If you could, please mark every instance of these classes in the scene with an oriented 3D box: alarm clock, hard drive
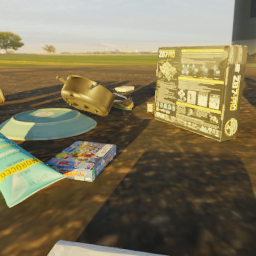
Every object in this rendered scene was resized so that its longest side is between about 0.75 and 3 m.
[{"bbox_3d":[-1.150,-0.844,8.773,1.570,0.775,2.327,16,-10,27],"label":"alarm clock"},{"bbox_3d":[0.127,1.494,2.150,2.013,0.255,1.328,3,16,12],"label":"hard drive"}]

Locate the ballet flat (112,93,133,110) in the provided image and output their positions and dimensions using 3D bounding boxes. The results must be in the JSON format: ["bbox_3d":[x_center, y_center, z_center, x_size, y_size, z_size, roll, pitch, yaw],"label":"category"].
[{"bbox_3d":[-0.642,-1.033,10.769,1.713,0.620,0.581,2,15,9],"label":"ballet flat"}]

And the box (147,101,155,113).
[{"bbox_3d":[1.057,-0.794,10.308,0.784,0.393,0.294,-13,17,-42],"label":"box"}]

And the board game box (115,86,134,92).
[{"bbox_3d":[-0.192,-2.250,16.095,0.664,0.169,0.987,9,17,29],"label":"board game box"}]

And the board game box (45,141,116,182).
[{"bbox_3d":[-0.857,0.594,5.449,0.909,0.232,1.344,6,17,15],"label":"board game box"}]

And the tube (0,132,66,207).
[{"bbox_3d":[-2.071,0.631,4.942,0.909,0.592,2.349,-31,35,-32],"label":"tube"}]

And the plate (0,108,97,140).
[{"bbox_3d":[-2.378,-0.222,8.283,2.874,0.367,2.874,-1,16,0],"label":"plate"}]

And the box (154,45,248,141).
[{"bbox_3d":[1.826,-1.110,7.857,0.703,2.306,2.862,-8,16,-28],"label":"box"}]

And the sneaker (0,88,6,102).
[{"bbox_3d":[-6.014,-1.367,12.246,0.785,0.732,2.079,-32,27,-31],"label":"sneaker"}]
